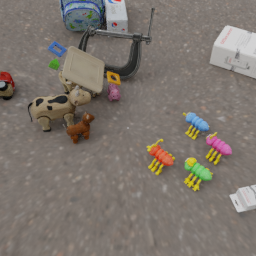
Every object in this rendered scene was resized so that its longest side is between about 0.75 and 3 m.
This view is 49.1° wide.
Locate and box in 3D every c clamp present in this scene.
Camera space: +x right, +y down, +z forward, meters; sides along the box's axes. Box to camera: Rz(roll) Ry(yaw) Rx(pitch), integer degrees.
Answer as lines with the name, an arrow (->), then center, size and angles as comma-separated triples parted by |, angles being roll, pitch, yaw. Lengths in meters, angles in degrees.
c clamp -> -0.525, -3.069, 10.251 | 2.922, 2.496, 0.396 | 7, 11, 16

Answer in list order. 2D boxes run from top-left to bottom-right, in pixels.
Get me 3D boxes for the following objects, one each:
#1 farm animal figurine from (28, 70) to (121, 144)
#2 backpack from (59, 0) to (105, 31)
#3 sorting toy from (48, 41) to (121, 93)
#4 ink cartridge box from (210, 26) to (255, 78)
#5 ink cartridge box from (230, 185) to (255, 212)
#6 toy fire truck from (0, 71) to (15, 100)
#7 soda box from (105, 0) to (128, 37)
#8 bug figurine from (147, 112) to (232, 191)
farm animal figurine -> -1.605, -1.070, 8.936 | 2.221, 1.383, 2.751 | 19, 53, 15
backpack -> -1.925, -5.228, 11.883 | 1.978, 2.162, 1.589 | -4, 71, -5
sorting toy -> -1.401, -1.810, 8.921 | 2.520, 0.343, 1.419 | 23, 47, -23
ink cartridge box -> 4.511, -2.916, 10.768 | 2.219, 0.918, 1.626 | 24, 54, 19
ink cartridge box -> 3.189, 1.807, 7.258 | 0.905, 0.302, 0.524 | -10, 51, -8
toy fire truck -> -4.625, -1.700, 9.900 | 1.268, 0.927, 1.441 | 1, 60, -3
soda box -> -0.551, -5.194, 12.721 | 0.893, 0.835, 2.622 | -4, 50, -3
bug figurine -> 1.853, 0.540, 8.081 | 1.978, 0.656, 2.551 | 36, 59, 26
